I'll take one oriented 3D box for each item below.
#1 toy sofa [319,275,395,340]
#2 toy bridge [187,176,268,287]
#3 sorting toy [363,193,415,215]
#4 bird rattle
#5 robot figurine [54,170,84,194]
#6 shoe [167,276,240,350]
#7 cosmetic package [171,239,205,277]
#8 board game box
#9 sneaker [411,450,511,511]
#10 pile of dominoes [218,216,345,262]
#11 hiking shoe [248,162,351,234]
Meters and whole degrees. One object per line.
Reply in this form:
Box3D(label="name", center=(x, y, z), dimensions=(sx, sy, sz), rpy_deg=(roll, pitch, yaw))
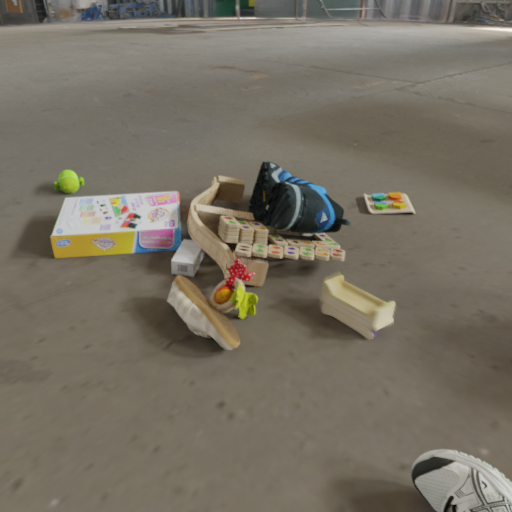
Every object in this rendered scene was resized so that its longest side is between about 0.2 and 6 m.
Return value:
Box3D(label="toy sofa", center=(1.749, 0.887, 9.805), dimensions=(0.523, 0.616, 1.262), rpy_deg=(-19, 34, -39))
Box3D(label="toy bridge", center=(-0.778, -0.767, 12.364), dimensions=(1.430, 0.579, 4.255), rpy_deg=(8, 29, -14))
Box3D(label="sorting toy", center=(3.324, -1.342, 14.038), dimensions=(1.151, 0.210, 1.066), rpy_deg=(1, 30, 2))
Box3D(label="bird rattle", center=(-0.468, 0.625, 10.110), dimensions=(0.917, 0.634, 1.125), rpy_deg=(-30, 46, 13))
Box3D(label="robot figurine", center=(-4.965, -1.959, 14.831), dimensions=(0.750, 0.494, 0.855), rpy_deg=(-11, 32, -19))
Box3D(label="shoe", center=(-0.948, 1.061, 9.626), dimensions=(0.533, 0.698, 1.996), rpy_deg=(-50, 45, 2))
Box3D(label="cosmetic package", center=(-1.390, 0.034, 11.508), dimensions=(0.474, 0.333, 0.935), rpy_deg=(7, 31, 7))
Box3D(label="board game box", center=(-3.063, -0.749, 12.662), dimensions=(2.691, 0.543, 2.059), rpy_deg=(-4, 30, -7))
Box3D(label="sneaker", center=(2.483, 2.984, 5.868), dimensions=(1.012, 0.874, 2.310), rpy_deg=(-23, 36, -33))
Box3D(label="pile of dominoes", center=(0.555, -0.437, 11.477), dimensions=(2.568, 0.409, 2.001), rpy_deg=(3, 18, -18))
Box3D(label="hiking shoe", center=(0.824, -1.198, 12.888), dimensions=(1.571, 1.348, 3.623), rpy_deg=(14, 18, -16))
